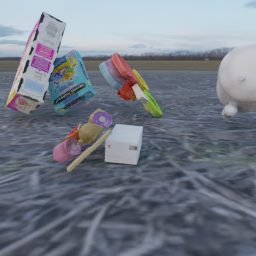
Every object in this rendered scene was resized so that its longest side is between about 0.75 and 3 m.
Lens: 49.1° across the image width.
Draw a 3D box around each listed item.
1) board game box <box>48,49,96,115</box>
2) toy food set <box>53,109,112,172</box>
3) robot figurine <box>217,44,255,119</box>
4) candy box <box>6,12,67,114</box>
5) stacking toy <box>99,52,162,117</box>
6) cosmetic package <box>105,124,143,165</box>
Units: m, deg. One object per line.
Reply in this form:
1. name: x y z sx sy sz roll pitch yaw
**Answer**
1. board game box: -2.053 -1.590 9.610 1.402 1.857 0.436 -29 -27 13
2. toy food set: -0.896 0.100 5.221 1.277 0.316 2.009 -43 16 -3
3. robot figurine: 3.277 -1.315 7.722 1.545 2.321 2.737 26 1 18
4. candy box: -2.948 -1.965 8.893 0.835 2.739 1.868 19 -18 -28
5. stacking toy: 0.020 -1.151 9.130 0.991 2.123 2.345 -35 -28 15
6. cosmetic package: -0.054 0.297 5.643 0.629 0.458 1.238 5 17 7
